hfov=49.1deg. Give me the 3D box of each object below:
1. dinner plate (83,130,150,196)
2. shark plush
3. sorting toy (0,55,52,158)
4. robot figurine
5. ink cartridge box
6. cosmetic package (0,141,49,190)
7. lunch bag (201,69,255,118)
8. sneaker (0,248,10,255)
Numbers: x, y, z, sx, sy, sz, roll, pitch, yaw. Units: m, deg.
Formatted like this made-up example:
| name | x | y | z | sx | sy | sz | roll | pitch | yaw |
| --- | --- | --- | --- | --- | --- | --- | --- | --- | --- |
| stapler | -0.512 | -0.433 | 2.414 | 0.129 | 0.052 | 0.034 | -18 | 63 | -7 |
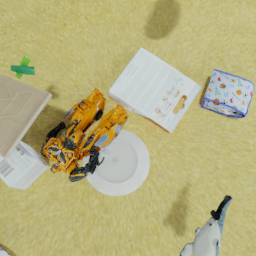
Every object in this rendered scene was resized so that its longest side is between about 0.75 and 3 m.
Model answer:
| name | x | y | z | sx | sy | sz | roll | pitch | yaw |
| --- | --- | --- | --- | --- | --- | --- | --- | --- | --- |
| dinner plate | -0.350 | 1.006 | 8.477 | 2.046 | 0.248 | 2.046 | 0 | 73 | 1 |
| shark plush | 1.555 | 2.028 | 5.397 | 0.770 | 0.706 | 1.696 | 12 | 101 | 41 |
| sorting toy | -2.572 | -0.624 | 6.258 | 1.790 | 0.356 | 2.422 | 20 | 66 | 20 |
| robot figurine | -1.373 | 0.203 | 8.313 | 1.994 | 0.800 | 2.750 | 36 | 77 | 21 |
| ink cartridge box | 0.846 | -1.192 | 8.975 | 2.363 | 0.592 | 1.916 | 35 | 77 | 2 |
| cosmetic package | -3.064 | 1.036 | 7.954 | 0.995 | 1.189 | 0.989 | 42 | 79 | 11 |
| lunch bag | 3.126 | -1.013 | 8.718 | 1.367 | 0.846 | 1.162 | 18 | 75 | 13 |
| sneaker | -3.968 | 4.081 | 7.456 | 0.851 | 0.727 | 1.932 | 38 | 71 | 22 |
